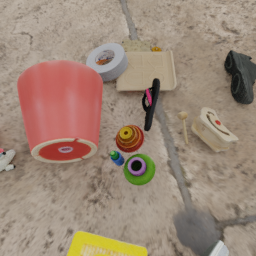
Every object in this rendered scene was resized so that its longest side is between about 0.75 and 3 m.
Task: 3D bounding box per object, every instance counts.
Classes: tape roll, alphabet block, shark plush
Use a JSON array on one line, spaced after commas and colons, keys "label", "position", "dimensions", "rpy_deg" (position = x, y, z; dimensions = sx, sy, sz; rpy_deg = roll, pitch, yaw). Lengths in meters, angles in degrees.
[{"label": "tape roll", "position": [-0.882, -2.803, 11.899], "dimensions": [1.718, 0.568, 1.718], "rpy_deg": [-11, 55, 16]}, {"label": "alphabet block", "position": [-0.642, 3.882, 6.749], "dimensions": [1.862, 1.906, 1.872], "rpy_deg": [10, 49, 6]}, {"label": "shark plush", "position": [-4.566, 1.330, 9.609], "dimensions": [1.597, 0.726, 0.665], "rpy_deg": [-41, 37, -8]}]

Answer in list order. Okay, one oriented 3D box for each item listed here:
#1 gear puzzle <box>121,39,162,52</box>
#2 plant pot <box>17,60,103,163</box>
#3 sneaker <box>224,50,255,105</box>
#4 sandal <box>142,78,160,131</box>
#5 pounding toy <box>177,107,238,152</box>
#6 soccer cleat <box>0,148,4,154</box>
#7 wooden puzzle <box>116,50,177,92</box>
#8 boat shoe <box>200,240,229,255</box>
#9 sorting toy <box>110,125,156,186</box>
[{"label": "gear puzzle", "position": [0.621, -3.696, 13.035], "dimensions": [1.903, 0.249, 0.986], "rpy_deg": [5, 54, 0]}, {"label": "plant pot", "position": [-2.168, -0.371, 9.384], "dimensions": [2.934, 2.934, 2.596], "rpy_deg": [-7, 64, -5]}, {"label": "sneaker", "position": [4.881, -2.142, 11.538], "dimensions": [1.256, 1.051, 2.767], "rpy_deg": [5, 59, -6]}, {"label": "sandal", "position": [0.765, -0.965, 10.324], "dimensions": [0.507, 0.844, 2.249], "rpy_deg": [15, 65, -4]}, {"label": "pounding toy", "position": [2.808, 0.097, 10.277], "dimensions": [2.128, 1.221, 1.217], "rpy_deg": [45, 38, 16]}, {"label": "soccer cleat", "position": [-5.134, 0.229, 10.161], "dimensions": [0.783, 0.730, 2.140], "rpy_deg": [-13, 55, -29]}, {"label": "wooden puzzle", "position": [0.739, -2.358, 11.954], "dimensions": [2.433, 0.563, 2.254], "rpy_deg": [-3, 56, 4]}, {"label": "boat shoe", "position": [1.925, 4.343, 7.137], "dimensions": [0.947, 1.088, 2.952], "rpy_deg": [29, 64, 11]}, {"label": "sorting toy", "position": [0.042, 0.749, 8.524], "dimensions": [1.196, 0.817, 1.990], "rpy_deg": [-21, 63, 6]}]
